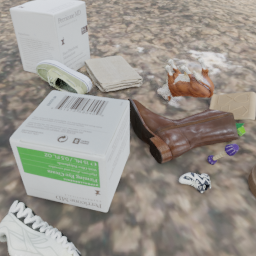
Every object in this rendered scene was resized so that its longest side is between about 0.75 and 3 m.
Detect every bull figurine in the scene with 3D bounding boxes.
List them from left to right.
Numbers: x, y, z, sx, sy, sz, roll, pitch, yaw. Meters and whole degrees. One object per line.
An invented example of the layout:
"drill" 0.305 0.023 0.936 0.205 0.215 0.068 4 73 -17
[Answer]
"bull figurine" 1.900 -1.630 9.809 0.812 1.513 2.492 -42 29 -25

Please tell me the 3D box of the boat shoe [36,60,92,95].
"boat shoe" -2.761 -2.016 11.300 2.743 0.987 0.851 21 44 21

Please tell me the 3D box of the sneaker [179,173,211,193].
"sneaker" 1.774 1.452 7.271 0.817 0.326 0.531 5 28 -9

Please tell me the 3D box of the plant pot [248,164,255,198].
"plant pot" 4.040 1.053 6.844 1.726 1.505 1.726 1 39 -1

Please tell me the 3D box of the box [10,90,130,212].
"box" -1.270 0.497 7.174 2.256 1.942 2.267 9 39 11

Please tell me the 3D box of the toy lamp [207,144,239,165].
"toy lamp" 2.587 0.712 7.612 0.322 1.107 0.322 7 63 -15

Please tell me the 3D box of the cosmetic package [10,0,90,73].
"cosmetic package" -3.288 -4.019 12.396 2.280 2.763 2.278 16 40 20

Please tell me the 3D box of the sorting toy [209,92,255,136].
"sorting toy" 3.570 -0.494 9.673 1.513 0.301 2.047 1 46 26

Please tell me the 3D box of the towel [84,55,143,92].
"towel" -0.682 -2.414 12.224 1.867 0.486 2.817 -12 39 -17

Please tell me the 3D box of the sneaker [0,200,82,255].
"sneaker" -1.826 2.416 5.744 2.269 0.853 0.920 21 54 30

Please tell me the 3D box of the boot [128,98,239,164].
"boot" 1.736 -0.292 9.022 2.950 0.947 2.749 -18 54 -17
